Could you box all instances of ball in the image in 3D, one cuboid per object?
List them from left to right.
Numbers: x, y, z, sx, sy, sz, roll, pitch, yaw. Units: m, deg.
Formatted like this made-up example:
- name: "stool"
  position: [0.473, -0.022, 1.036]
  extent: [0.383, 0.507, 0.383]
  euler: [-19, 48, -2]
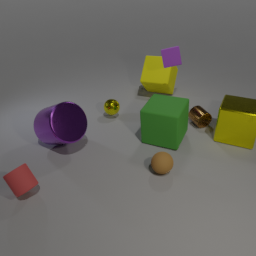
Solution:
- name: "ball"
  position: [-0.696, -0.898, 12.008]
  extent: [0.700, 0.700, 0.700]
  euler: [0, 30, 0]
- name: "ball"
  position: [1.068, 1.086, 8.747]
  extent: [0.700, 0.700, 0.700]
  euler: [0, 30, 0]

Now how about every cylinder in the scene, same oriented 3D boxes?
- name: "cylinder"
  position: [-3.007, 1.462, 7.872]
  extent: [0.700, 0.700, 0.700]
  euler: [-32, 4, 3]
- name: "cylinder"
  position: [-2.358, -0.129, 9.761]
  extent: [1.400, 1.400, 1.400]
  euler: [-27, 13, -39]
- name: "cylinder"
  position: [2.949, -0.461, 11.482]
  extent: [0.700, 0.700, 0.700]
  euler: [-12, 38, -20]

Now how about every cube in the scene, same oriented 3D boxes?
- name: "cube"
  position: [1.573, -2.628, 13.950]
  extent: [1.400, 1.400, 1.400]
  euler: [9, -10, 21]
- name: "cube"
  position: [1.364, -0.262, 10.292]
  extent: [1.400, 1.400, 1.400]
  euler: [11, 37, 23]
- name: "cube"
  position: [1.701, -2.796, 11.017]
  extent: [0.700, 0.700, 0.700]
  euler: [-10, 15, 11]
- name: "cube"
  position: [4.121, -0.268, 10.469]
  extent: [1.400, 1.400, 1.400]
  euler: [13, 33, 22]
